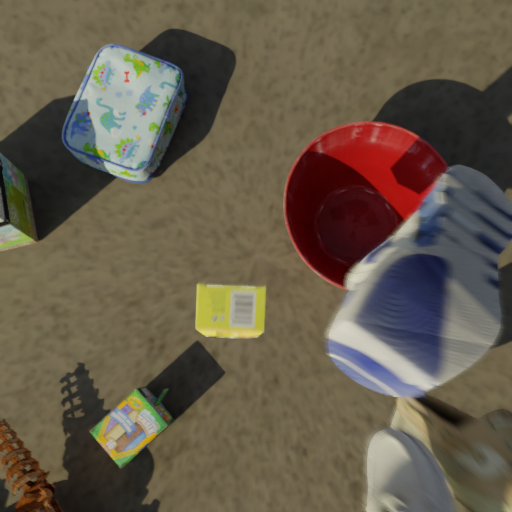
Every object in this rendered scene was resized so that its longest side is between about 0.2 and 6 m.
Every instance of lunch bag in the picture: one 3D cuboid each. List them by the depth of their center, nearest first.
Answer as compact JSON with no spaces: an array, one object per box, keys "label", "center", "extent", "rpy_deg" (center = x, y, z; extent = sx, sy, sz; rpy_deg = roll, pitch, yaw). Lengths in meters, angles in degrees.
[{"label":"lunch bag","center":[-2.049,-2.235,8.781],"extent":[1.556,0.798,1.936],"rpy_deg":[19,80,2]}]

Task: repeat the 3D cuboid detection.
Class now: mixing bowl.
[{"label":"mixing bowl","center":[1.574,-0.568,8.180],"extent":[2.422,1.312,2.422],"rpy_deg":[0,80,0]}]

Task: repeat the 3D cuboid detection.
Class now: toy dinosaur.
[{"label":"toy dinosaur","center":[-3.214,4.078,7.393],"extent":[2.360,1.776,3.477],"rpy_deg":[-8,60,-16]}]

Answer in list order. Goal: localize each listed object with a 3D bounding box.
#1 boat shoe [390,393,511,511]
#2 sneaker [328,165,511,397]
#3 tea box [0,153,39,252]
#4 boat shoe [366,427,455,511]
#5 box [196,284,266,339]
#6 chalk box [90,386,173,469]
[{"label":"boat shoe","center":[2.422,2.015,5.637],"extent":[1.055,2.924,0.950],"rpy_deg":[14,84,-25]},{"label":"sneaker","center":[1.510,0.421,5.507],"extent":[1.138,1.627,2.817],"rpy_deg":[39,48,6]},{"label":"tea box","center":[-4.336,-0.705,8.007],"extent":[1.740,1.712,1.162],"rpy_deg":[-14,79,-3]},{"label":"boat shoe","center":[1.240,2.349,4.736],"extent":[0.736,0.672,2.046],"rpy_deg":[-30,39,29]},{"label":"box","center":[-0.218,0.538,5.112],"extent":[0.583,1.548,0.388],"rpy_deg":[3,79,-3]},{"label":"chalk box","center":[-1.637,2.316,7.933],"extent":[1.104,0.687,0.684],"rpy_deg":[-41,82,-6]}]
